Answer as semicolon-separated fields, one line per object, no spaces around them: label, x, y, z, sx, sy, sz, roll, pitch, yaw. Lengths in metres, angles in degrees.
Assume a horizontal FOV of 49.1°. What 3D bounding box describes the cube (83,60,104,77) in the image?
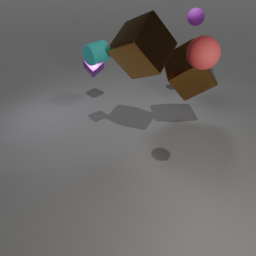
cube;-1.582;-2.901;12.911;0.700;0.700;0.700;-42;86;-12

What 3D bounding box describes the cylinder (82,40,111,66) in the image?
cylinder;-1.040;-2.492;9.302;0.700;0.700;0.700;-29;42;-31

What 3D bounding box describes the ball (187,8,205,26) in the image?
ball;2.784;-4.559;11.503;0.700;0.700;0.700;0;32;0

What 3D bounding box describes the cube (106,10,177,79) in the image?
cube;0.454;-2.613;9.042;1.400;1.400;1.400;3;57;51

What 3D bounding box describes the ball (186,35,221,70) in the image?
ball;1.588;-1.587;5.913;0.700;0.700;0.700;0;32;0

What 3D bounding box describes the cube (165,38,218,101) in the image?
cube;2.299;-2.159;10.469;1.400;1.400;1.400;-26;49;25
